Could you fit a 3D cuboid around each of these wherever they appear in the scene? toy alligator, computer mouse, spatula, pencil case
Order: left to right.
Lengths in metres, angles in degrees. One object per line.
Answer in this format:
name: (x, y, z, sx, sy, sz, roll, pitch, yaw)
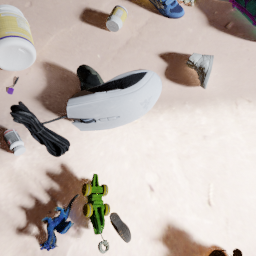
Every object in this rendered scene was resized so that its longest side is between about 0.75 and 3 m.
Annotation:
spatula: (-4.231, -1.590, 10.389, 0.224, 0.081, 0.792, 13, 63, 7)
toy alligator: (-0.931, 2.424, 8.030, 0.740, 0.536, 2.231, 11, 57, -31)
computer mouse: (-0.648, -0.316, 5.651, 2.959, 1.622, 0.649, -21, 47, 2)
pencil case: (5.361, -4.655, 11.417, 1.187, 1.093, 2.568, -25, 65, -6)

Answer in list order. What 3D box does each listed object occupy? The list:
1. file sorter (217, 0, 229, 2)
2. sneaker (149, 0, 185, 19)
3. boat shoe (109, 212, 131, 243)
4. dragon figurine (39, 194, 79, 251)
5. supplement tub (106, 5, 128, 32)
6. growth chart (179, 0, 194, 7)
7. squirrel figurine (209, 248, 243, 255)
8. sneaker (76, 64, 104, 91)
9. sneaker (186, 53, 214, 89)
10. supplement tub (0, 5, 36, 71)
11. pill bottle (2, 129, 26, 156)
file sorter: (3.966, -6.376, 12.394, 1.435, 0.996, 0.893, 13, 60, 7)
sneaker: (1.548, -5.544, 11.904, 2.204, 0.907, 0.815, 42, 67, 3)
boat shoe: (-0.186, 2.410, 6.762, 0.300, 0.284, 0.792, -21, 62, -27)
dragon figurine: (-1.853, 2.691, 7.921, 1.671, 0.492, 0.831, -39, 69, -17)
supplement tub: (-0.461, -4.513, 11.574, 0.684, 0.684, 0.941, 18, 64, 9)
growth chart: (1.903, -6.326, 12.794, 2.380, 0.211, 1.723, 10, 63, 5)
squirrel figurine: (2.651, 3.796, 7.101, 1.338, 1.014, 1.433, 11, 60, 13)
sneaker: (-1.423, -1.098, 9.630, 1.446, 0.965, 2.524, -25, 70, -20)
sneaker: (2.605, -2.150, 10.429, 0.974, 0.621, 1.685, 13, 54, 9)
supplement tub: (-4.399, -3.376, 10.491, 1.551, 1.551, 2.133, -17, 63, -9)
pill bottle: (-3.685, 0.466, 9.090, 0.480, 0.480, 0.828, -32, 67, -16)
